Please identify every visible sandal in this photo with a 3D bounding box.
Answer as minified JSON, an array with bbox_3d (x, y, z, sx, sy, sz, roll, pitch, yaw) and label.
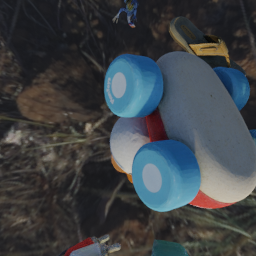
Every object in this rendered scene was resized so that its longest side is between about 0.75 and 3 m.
[{"bbox_3d":[1.604,-1.657,5.653,0.787,0.529,1.961,-30,73,-30],"label":"sandal"}]

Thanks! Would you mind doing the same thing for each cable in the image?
[{"bbox_3d":[-1.288,2.108,4.010,2.426,1.178,0.611,-9,99,-18],"label":"cable"}]

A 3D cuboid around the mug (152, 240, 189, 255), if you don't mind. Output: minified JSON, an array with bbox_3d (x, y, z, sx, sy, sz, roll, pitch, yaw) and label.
[{"bbox_3d":[0.577,2.004,3.878,0.515,0.832,0.684,5,123,10],"label":"mug"}]

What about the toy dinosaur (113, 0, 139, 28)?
[{"bbox_3d":[0.125,-2.676,6.296,0.509,0.880,0.970,37,93,4],"label":"toy dinosaur"}]

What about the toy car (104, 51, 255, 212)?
[{"bbox_3d":[0.509,0.320,4.329,2.234,2.423,2.143,-4,67,-37],"label":"toy car"}]
